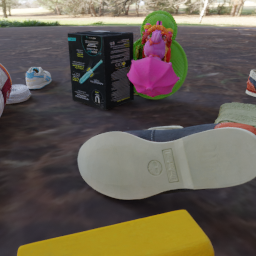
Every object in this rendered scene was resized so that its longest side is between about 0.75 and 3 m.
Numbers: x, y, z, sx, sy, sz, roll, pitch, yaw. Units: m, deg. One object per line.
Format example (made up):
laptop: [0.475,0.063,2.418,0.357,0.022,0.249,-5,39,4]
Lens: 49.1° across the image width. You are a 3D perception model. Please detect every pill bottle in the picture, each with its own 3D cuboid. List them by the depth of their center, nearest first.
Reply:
pill bottle: [-3.819,-0.798,6.893,1.542,1.542,2.815,-6,25,-13]

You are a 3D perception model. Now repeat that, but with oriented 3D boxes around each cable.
cable: [-3.717,-1.086,9.012,1.098,0.380,1.098,-6,24,-14]

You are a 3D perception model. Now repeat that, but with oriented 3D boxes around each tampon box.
tampon box: [-0.797,-1.826,8.564,1.562,2.085,1.316,19,30,37]

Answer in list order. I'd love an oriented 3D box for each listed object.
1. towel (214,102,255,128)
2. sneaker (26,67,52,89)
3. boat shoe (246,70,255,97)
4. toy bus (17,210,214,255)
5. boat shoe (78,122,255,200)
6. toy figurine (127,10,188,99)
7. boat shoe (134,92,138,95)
towel: [3.434,-0.115,6.686,2.547,0.465,1.889,9,24,21]
sneaker: [-3.399,-2.016,10.754,0.667,0.704,1.743,-2,23,0]
boat shoe: [4.916,-1.205,8.784,0.907,0.797,2.547,-14,28,-32]
toy bus: [-0.314,1.454,2.615,2.130,0.834,0.693,-7,25,-16]
boat shoe: [0.539,0.447,4.258,2.964,1.055,0.927,-10,2,32]
toy figurine: [0.788,-1.890,7.616,2.022,2.693,2.479,7,17,3]
boat shoe: [0.407,-1.355,9.573,1.396,0.437,0.497,18,31,38]
